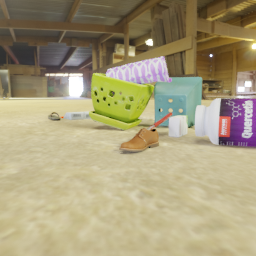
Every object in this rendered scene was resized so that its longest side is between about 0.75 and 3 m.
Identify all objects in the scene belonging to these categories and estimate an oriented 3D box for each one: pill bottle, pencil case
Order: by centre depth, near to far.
[{"bbox_3d":[3.189,-0.163,7.968,2.414,1.358,1.358,2,8,21],"label":"pill bottle"},{"bbox_3d":[0.357,-2.025,11.011,2.528,1.081,1.061,-10,32,19],"label":"pencil case"}]

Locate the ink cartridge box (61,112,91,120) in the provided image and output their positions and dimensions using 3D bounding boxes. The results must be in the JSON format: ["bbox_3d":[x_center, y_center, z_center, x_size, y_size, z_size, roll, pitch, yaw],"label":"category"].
[{"bbox_3d":[-2.930,-0.756,15.929,1.405,0.415,1.755,-5,11,-34],"label":"ink cartridge box"}]

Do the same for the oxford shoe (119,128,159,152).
[{"bbox_3d":[0.301,0.304,7.527,0.576,0.575,1.614,7,12,33],"label":"oxford shoe"}]

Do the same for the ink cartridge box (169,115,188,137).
[{"bbox_3d":[1.770,-0.074,9.823,0.395,0.685,0.938,4,8,30],"label":"ink cartridge box"}]

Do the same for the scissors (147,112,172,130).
[{"bbox_3d":[0.807,-0.010,9.490,2.035,0.142,0.744,-32,-5,-38],"label":"scissors"}]

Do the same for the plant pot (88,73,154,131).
[{"bbox_3d":[-0.323,-1.079,11.654,2.134,1.946,2.145,17,12,16],"label":"plant pot"}]

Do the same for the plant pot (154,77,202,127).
[{"bbox_3d":[2.216,-1.105,12.851,2.114,2.113,2.991,2,17,17],"label":"plant pot"}]

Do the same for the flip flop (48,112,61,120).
[{"bbox_3d":[-3.988,-0.652,15.199,0.562,0.399,1.386,-4,8,-25],"label":"flip flop"}]
